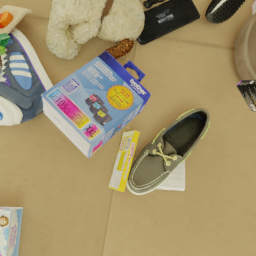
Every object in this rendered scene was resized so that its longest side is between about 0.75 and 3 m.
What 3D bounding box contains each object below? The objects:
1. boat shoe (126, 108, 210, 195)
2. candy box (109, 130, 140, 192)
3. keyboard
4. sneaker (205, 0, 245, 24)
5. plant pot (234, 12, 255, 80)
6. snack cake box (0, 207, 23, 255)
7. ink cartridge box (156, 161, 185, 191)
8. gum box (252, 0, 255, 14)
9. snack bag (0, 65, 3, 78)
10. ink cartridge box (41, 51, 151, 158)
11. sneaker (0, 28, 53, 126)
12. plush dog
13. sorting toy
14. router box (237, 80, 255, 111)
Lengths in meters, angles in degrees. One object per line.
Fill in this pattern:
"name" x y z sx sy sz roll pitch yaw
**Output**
"boat shoe" 1.063 0.547 7.373 2.910 0.870 1.040 -43 76 -15
"candy box" -0.109 0.867 7.515 0.212 0.820 1.604 19 79 -17
"keyboard" 1.058 -3.516 8.697 2.123 0.272 1.275 -27 86 -6
"sneaker" 3.052 -4.261 8.635 2.511 0.878 1.130 -45 63 -6
"plant pot" 4.615 -2.205 7.012 2.978 2.584 2.978 0 89 -2
"snack cake box" -3.559 3.220 7.036 1.370 0.801 2.383 1 79 2
"ink cartridge box" 1.080 1.087 7.784 0.987 0.307 1.226 4 66 1
"gum box" 4.324 -3.238 8.507 0.840 0.489 1.480 2 78 0
"snack bag" -4.466 -0.904 7.936 2.180 0.247 2.312 -21 87 -17
"ink cartridge box" -0.559 -0.654 6.162 1.489 0.833 2.183 44 62 7
"sneaker" -3.367 -1.360 7.642 1.959 1.078 2.676 -30 85 -24
"plush dog" -0.723 -3.299 7.781 2.519 2.353 2.933 17 78 -14
"sorting toy" -3.583 -2.656 7.626 2.094 0.417 2.832 -49 44 -10
"router box" 2.773 -0.685 6.032 0.198 0.580 0.777 -46 113 -14
